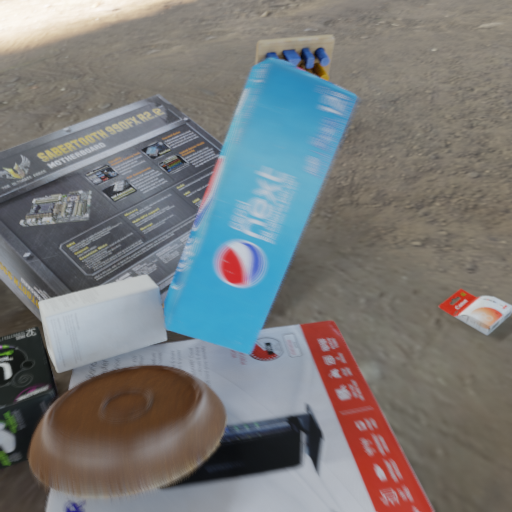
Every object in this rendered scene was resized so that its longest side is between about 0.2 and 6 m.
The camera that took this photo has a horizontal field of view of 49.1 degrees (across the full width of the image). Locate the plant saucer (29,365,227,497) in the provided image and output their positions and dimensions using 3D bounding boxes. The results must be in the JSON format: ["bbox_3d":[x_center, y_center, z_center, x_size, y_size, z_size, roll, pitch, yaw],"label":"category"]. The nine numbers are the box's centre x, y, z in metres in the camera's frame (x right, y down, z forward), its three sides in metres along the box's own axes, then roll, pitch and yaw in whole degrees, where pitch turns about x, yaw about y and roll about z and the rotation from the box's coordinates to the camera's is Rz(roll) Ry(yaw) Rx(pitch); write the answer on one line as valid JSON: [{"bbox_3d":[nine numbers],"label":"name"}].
[{"bbox_3d":[-1.090,1.369,4.799,1.667,0.287,1.667,-4,17,1],"label":"plant saucer"}]

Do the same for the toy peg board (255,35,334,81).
[{"bbox_3d":[0.940,-4.005,12.997,1.818,1.811,0.889,-10,53,-14],"label":"toy peg board"}]

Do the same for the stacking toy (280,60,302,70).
[{"bbox_3d":[0.670,-2.786,10.097,1.154,1.091,1.988,34,18,4],"label":"stacking toy"}]

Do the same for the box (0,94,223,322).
[{"bbox_3d":[-1.879,-0.685,8.213,3.072,0.938,3.879,40,48,16],"label":"box"}]

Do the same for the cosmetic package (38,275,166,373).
[{"bbox_3d":[-1.624,0.701,6.008,1.208,0.681,0.490,-13,22,-26],"label":"cosmetic package"}]

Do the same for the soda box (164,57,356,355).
[{"bbox_3d":[-0.044,-0.487,5.699,0.933,2.751,0.883,20,9,-15],"label":"soda box"}]

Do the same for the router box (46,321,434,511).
[{"bbox_3d":[-0.242,2.002,5.027,2.961,0.806,3.300,-7,29,-8],"label":"router box"}]

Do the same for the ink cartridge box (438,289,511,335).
[{"bbox_3d":[3.037,0.706,7.755,0.628,0.194,0.774,-28,47,-33],"label":"ink cartridge box"}]

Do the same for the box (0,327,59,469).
[{"bbox_3d":[-2.887,1.595,5.916,1.471,0.914,1.092,-15,39,-20],"label":"box"}]
